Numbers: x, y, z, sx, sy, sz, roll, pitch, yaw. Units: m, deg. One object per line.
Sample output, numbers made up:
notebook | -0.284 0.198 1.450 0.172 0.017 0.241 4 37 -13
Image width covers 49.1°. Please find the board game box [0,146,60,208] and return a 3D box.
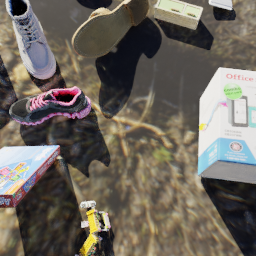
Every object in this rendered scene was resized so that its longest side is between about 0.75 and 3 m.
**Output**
board game box | -2.603 0.917 6.080 1.535 2.982 0.290 -2 102 2

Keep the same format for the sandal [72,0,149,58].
sandal | -0.710 -3.236 8.809 3.127 1.147 1.029 -43 43 -22

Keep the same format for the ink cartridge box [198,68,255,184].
ink cartridge box | 2.800 0.003 6.949 1.702 1.695 2.321 7 69 1

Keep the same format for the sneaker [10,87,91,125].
sneaker | -2.166 -0.699 7.595 2.230 1.064 0.881 -10 71 -2

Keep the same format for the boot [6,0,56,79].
boot | -2.982 -2.774 8.286 0.972 1.263 2.643 -26 71 -10

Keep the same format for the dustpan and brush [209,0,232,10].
dustpan and brush | 3.171 -4.464 9.514 0.785 0.322 1.125 14 76 -2

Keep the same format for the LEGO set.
LEGO set | -0.808 2.532 6.710 0.698 0.565 1.518 -8 70 34

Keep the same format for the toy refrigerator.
toy refrigerator | 1.625 -3.752 9.083 1.445 0.505 0.548 20 70 7
